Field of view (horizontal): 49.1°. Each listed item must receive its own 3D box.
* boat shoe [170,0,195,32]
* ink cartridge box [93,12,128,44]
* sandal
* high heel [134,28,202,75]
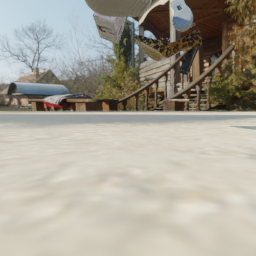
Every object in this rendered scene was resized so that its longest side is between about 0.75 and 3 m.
[{"bbox_3d":[1.629,-3.188,8.380,0.622,1.683,0.717,-22,-46,16],"label":"boat shoe"},{"bbox_3d":[-0.520,-3.876,9.491,0.755,1.302,1.798,20,-3,3],"label":"ink cartridge box"},{"bbox_3d":[-0.337,-3.533,7.621,2.381,0.585,0.969,-7,-33,-48],"label":"sandal"},{"bbox_3d":[1.235,-2.647,8.273,2.035,1.451,0.727,24,-4,-22],"label":"high heel"}]
